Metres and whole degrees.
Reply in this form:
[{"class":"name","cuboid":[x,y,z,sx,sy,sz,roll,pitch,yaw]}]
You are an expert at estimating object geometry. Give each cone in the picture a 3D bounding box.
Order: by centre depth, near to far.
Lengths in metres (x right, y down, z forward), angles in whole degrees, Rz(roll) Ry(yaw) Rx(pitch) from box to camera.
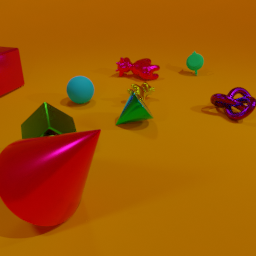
[{"class":"cone","cuboid":[-0.930,0.454,4.373,1.612,1.618,1.612,33,36,-28]},{"class":"cone","cuboid":[0.035,-0.358,7.517,0.948,0.944,0.944,-37,30,10]}]

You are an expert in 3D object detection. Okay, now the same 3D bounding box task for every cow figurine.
[{"class":"cow figurine","cuboid":[0.436,-1.049,8.791,0.923,0.515,0.938,16,53,-26]},{"class":"cow figurine","cuboid":[0.330,-2.275,10.772,1.418,0.791,1.441,-12,36,-25]}]

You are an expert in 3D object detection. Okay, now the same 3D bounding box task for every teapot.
[{"class":"teapot","cuboid":[2.675,-2.621,11.147,0.695,1.118,0.547,-7,-12,21]}]

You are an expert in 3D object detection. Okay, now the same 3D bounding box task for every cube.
[{"class":"cube","cuboid":[-1.651,0.124,5.912,0.820,0.820,0.820,-40,46,17]},{"class":"cube","cuboid":[-4.567,-1.978,9.522,1.330,1.330,1.330,9,28,17]}]

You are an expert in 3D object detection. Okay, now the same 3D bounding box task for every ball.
[{"class":"ball","cuboid":[-1.483,-1.188,8.730,0.857,0.857,0.857,0,30,0]}]

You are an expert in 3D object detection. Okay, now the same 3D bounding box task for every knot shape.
[{"class":"knot shape","cuboid":[3.143,-0.681,8.050,1.348,0.623,1.261,-4,30,-6]}]
